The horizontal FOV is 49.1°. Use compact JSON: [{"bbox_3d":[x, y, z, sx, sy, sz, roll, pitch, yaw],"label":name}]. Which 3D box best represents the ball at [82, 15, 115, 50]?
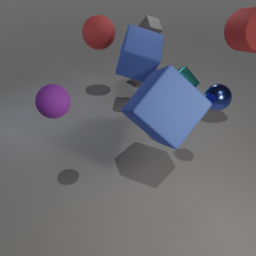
[{"bbox_3d":[-1.239,-4.049,11.897,1.400,1.400,1.400,0,31,0],"label":"ball"}]

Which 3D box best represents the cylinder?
[{"bbox_3d":[4.089,-3.175,9.085,1.400,1.400,1.400,-5,20,-9],"label":"cylinder"}]

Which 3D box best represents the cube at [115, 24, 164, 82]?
[{"bbox_3d":[0.432,-2.816,10.777,1.400,1.400,1.400,15,60,-9],"label":"cube"}]

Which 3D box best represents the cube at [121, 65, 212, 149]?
[{"bbox_3d":[0.887,-0.508,6.985,1.400,1.400,1.400,-51,12,-5],"label":"cube"}]

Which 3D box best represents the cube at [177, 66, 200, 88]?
[{"bbox_3d":[1.604,-1.368,8.526,0.700,0.700,0.700,-42,8,-3],"label":"cube"}]

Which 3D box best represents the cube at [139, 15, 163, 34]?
[{"bbox_3d":[1.008,-4.483,12.563,0.700,0.700,0.700,0,65,-35],"label":"cube"}]

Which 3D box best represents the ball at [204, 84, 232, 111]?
[{"bbox_3d":[2.338,-0.799,7.288,0.700,0.700,0.700,0,31,0],"label":"ball"}]

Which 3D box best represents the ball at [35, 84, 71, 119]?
[{"bbox_3d":[-1.524,-0.542,5.704,0.700,0.700,0.700,0,31,0],"label":"ball"}]
